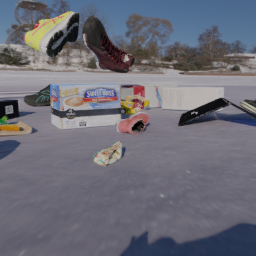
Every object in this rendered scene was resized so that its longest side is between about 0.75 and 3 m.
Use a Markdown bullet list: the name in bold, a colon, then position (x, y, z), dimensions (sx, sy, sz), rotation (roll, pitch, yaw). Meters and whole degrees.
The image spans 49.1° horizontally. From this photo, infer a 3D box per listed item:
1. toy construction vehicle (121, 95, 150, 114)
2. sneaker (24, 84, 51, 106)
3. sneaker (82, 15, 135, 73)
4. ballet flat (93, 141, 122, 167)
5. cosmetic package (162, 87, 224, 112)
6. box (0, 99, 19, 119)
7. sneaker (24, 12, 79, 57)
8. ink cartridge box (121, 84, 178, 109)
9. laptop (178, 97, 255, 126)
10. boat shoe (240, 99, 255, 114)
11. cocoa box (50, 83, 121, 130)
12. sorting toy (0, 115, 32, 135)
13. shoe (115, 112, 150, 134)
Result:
- **toy construction vehicle**: position (-0.246, -0.927, 10.707), dimensions (1.798, 0.633, 1.565), rotation (5, 11, 25)
- **sneaker**: position (-3.573, -1.519, 12.935), dimensions (2.621, 1.039, 0.988), rotation (1, 12, 11)
- **sneaker**: position (-0.497, -2.722, 9.612), dimensions (1.517, 0.994, 2.626), rotation (22, -12, 16)
- **ballet flat**: position (-0.261, 0.430, 4.471), dimensions (0.259, 0.306, 0.810), rotation (35, 26, 15)
- **cosmetic package**: position (2.599, -1.175, 11.243), dimensions (2.214, 0.939, 1.191), rotation (4, 9, 29)
- **box**: position (-4.237, -0.595, 8.963), dimensions (1.001, 0.622, 1.009), rotation (1, 10, 15)
- **sneaker**: position (-2.112, -2.827, 7.984), dimensions (1.001, 0.867, 2.217), rotation (17, 39, 9)
- **ink cartridge box**: position (0.816, -1.472, 12.693), dimensions (2.380, 0.986, 1.735), rotation (-6, 12, -29)
- **laptop**: position (2.772, -0.213, 8.257), dimensions (2.252, 1.163, 1.996), rotation (-24, 3, 16)
- **boat shoe**: position (4.377, -0.710, 8.576), dimensions (2.178, 0.678, 0.812), rotation (5, 21, -19)
- **cocoa box**: position (-1.185, -0.668, 7.823), dimensions (1.751, 1.149, 1.168), rotation (-5, 11, -25)
- **sorting toy**: position (-3.308, -0.062, 6.956), dimensions (1.379, 0.275, 1.866), rotation (-7, 13, -33)
- **shoe**: position (0.269, -0.103, 6.896), dimensions (0.539, 0.424, 1.186), rotation (11, 20, 41)
